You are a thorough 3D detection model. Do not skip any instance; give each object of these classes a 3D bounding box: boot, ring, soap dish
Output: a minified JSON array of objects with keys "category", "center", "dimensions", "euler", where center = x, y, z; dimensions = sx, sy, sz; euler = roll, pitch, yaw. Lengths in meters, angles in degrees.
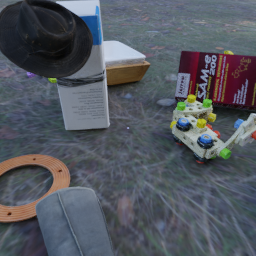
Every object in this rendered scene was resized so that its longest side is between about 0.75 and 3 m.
[{"category":"boot","center":[-1.021,1.813,3.952],"dimensions":[1.985,0.792,2.183],"euler":[-3,37,-31]},{"category":"ring","center":[-2.076,1.148,5.563],"dimensions":[1.833,0.176,1.833],"euler":[1,33,0]},{"category":"soap dish","center":[-0.659,-2.384,10.184],"dimensions":[1.923,0.993,2.445],"euler":[-14,34,-28]}]

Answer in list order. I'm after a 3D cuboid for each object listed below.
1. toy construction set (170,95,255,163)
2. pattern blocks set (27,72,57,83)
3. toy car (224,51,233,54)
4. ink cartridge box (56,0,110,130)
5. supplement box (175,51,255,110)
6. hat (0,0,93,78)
[{"category":"toy construction set","center":[1.941,0.005,6.627],"dimensions":[1.544,1.085,2.355],"euler":[-18,26,-26]},{"category":"pattern blocks set","center":[-2.681,-2.240,10.802],"dimensions":[2.334,0.189,2.052],"euler":[-8,34,-12]},{"category":"toy car","center":[3.411,-1.498,8.908],"dimensions":[0.363,1.626,1.530],"euler":[-16,61,7]},{"category":"ink cartridge box","center":[-1.211,-1.672,7.430],"dimensions":[1.218,2.890,2.110],"euler":[-4,32,-4]},{"category":"supplement box","center":[2.781,-1.370,8.149],"dimensions":[2.649,1.442,0.807],"euler":[8,1,14]},{"category":"hat","center":[-1.466,-1.785,4.934],"dimensions":[1.796,0.725,1.796],"euler":[4,70,-13]}]
